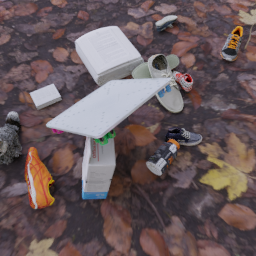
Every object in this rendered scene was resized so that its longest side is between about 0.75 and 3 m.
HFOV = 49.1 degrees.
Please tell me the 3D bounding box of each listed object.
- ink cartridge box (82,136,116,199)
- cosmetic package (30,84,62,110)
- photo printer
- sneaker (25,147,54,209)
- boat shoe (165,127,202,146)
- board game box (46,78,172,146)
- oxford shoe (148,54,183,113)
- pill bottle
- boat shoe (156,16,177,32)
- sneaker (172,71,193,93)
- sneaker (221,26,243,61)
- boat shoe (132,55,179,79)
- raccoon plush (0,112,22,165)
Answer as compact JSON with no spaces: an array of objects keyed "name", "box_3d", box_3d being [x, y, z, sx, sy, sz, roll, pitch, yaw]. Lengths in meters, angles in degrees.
[{"name":"ink cartridge box","box_3d":[-0.903,0.984,8.493,0.790,2.368,1.372,4,47,-13]},{"name":"cosmetic package","box_3d":[-3.319,-1.272,11.317,1.031,0.266,0.777,-25,59,-15]},{"name":"photo printer","box_3d":[-0.926,-3.269,12.169,2.249,0.939,2.704,-26,61,-14]},{"name":"sneaker","box_3d":[-2.955,1.633,9.335,0.851,0.806,2.207,-3,57,-30]},{"name":"boat shoe","box_3d":[2.038,0.284,10.119,1.369,0.635,0.511,-3,58,-1]},{"name":"board game box","box_3d":[-0.593,-0.616,8.319,2.922,0.378,2.921,-40,30,-30]},{"name":"oxford shoe","box_3d":[1.485,-1.803,11.062,0.960,0.737,2.554,-18,81,-16]},{"name":"pill bottle","box_3d":[1.255,0.963,9.669,0.675,0.675,1.271,35,64,20]},{"name":"boat shoe","box_3d":[1.890,-5.076,13.598,0.518,0.428,1.384,27,51,34]},{"name":"sneaker","box_3d":[2.258,-2.097,11.589,0.424,0.681,1.271,-22,60,-13]},{"name":"sneaker","box_3d":[4.726,-3.814,12.642,0.755,0.745,1.930,18,61,9]},{"name":"boat shoe","box_3d":[1.129,-2.455,11.870,2.139,0.644,0.762,-22,89,-12]},{"name":"raccoon plush","box_3d":[-4.505,0.117,9.631,1.179,1.632,2.436,-12,59,-8]}]
